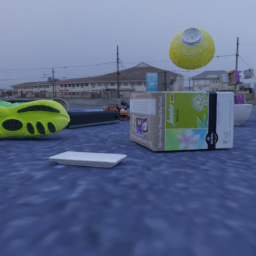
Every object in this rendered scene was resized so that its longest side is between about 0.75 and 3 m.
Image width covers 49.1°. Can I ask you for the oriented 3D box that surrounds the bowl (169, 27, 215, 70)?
[{"bbox_3d":[2.370,-3.147,10.431,1.753,1.753,0.943,1,-22,14],"label":"bowl"}]

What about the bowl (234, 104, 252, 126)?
[{"bbox_3d":[3.238,-0.490,9.955,1.940,0.725,1.943,1,6,8],"label":"bowl"}]

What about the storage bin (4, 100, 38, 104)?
[{"bbox_3d":[-4.304,-0.757,12.040,1.907,0.894,1.289,-1,5,-23],"label":"storage bin"}]

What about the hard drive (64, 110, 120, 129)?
[{"bbox_3d":[-1.848,-0.353,9.733,2.000,0.471,2.867,3,6,30],"label":"hard drive"}]

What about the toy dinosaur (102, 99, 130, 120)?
[{"bbox_3d":[-0.298,-0.621,12.209,1.625,0.830,1.103,39,23,-5],"label":"toy dinosaur"}]

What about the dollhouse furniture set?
[{"bbox_3d":[4.946,-1.494,11.500,1.692,2.448,2.593,-3,-5,-27],"label":"dollhouse furniture set"}]

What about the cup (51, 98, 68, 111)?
[{"bbox_3d":[-3.597,-0.912,14.198,0.991,0.991,0.709,-3,-29,-32],"label":"cup"}]

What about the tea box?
[{"bbox_3d":[0.858,-0.167,4.970,1.388,0.943,1.411,-2,6,-16],"label":"tea box"}]

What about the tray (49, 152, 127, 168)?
[{"bbox_3d":[-0.492,0.395,3.501,0.869,0.096,0.467,1,4,18],"label":"tray"}]

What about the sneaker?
[{"bbox_3d":[-2.515,-0.154,6.075,2.594,0.961,1.084,5,-6,7],"label":"sneaker"}]
